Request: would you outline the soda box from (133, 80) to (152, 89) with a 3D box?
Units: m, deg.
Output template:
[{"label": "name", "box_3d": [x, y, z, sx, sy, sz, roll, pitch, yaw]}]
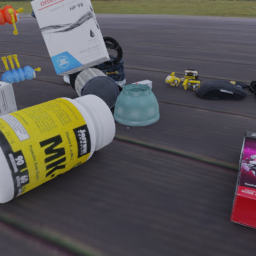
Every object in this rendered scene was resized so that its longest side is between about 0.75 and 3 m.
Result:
[{"label": "soda box", "box_3d": [0.554, -1.811, 12.206, 1.027, 0.327, 0.350, -19, 32, -32]}]

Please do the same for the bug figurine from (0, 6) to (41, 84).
[{"label": "bug figurine", "box_3d": [-2.884, -1.528, 5.795, 1.861, 2.399, 0.617, -20, 64, -16]}]

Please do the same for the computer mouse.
[{"label": "computer mouse", "box_3d": [4.300, -1.764, 11.750, 2.848, 0.655, 2.000, 6, 28, 10]}]

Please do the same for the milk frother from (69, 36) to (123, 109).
[{"label": "milk frother", "box_3d": [-0.985, -2.090, 10.541, 2.132, 2.362, 2.222, -6, 28, -21]}]

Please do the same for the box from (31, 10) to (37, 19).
[{"label": "box", "box_3d": [-2.397, -4.082, 10.066, 1.782, 0.455, 1.405, -5, -24, 41]}]

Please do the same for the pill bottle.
[{"label": "pill bottle", "box_3d": [-1.852, 0.276, 6.499, 1.711, 1.711, 2.994, 23, 36, 38]}]

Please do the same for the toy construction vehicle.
[{"label": "toy construction vehicle", "box_3d": [2.587, -2.145, 12.784, 1.574, 0.554, 1.371, 8, 39, 21]}]

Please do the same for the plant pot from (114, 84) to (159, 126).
[{"label": "plant pot", "box_3d": [0.295, -0.879, 9.536, 1.594, 1.068, 1.594, 0, 27, 0]}]

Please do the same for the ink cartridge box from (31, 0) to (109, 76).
[{"label": "ink cartridge box", "box_3d": [-1.697, -2.995, 8.014, 1.520, 2.624, 0.875, -18, 7, 8]}]

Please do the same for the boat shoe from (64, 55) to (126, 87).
[{"label": "boat shoe", "box_3d": [-1.543, -2.680, 12.781, 2.976, 1.351, 1.053, 6, 27, 12]}]

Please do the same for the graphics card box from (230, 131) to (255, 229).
[{"label": "graphics card box", "box_3d": [3.318, 1.082, 6.012, 1.805, 0.732, 2.877, 11, 28, 22]}]

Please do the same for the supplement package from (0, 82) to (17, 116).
[{"label": "supplement package", "box_3d": [-4.503, -0.603, 8.482, 1.923, 1.498, 1.066, 7, 28, 16]}]
